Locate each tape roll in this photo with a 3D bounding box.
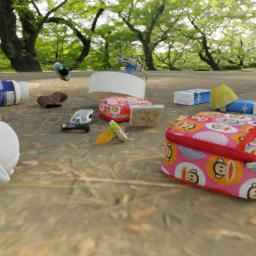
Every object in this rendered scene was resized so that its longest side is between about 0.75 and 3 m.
[{"bbox_3d":[-0.545,-1.913,14.004,2.791,0.976,2.791,7,-7,1],"label":"tape roll"}]

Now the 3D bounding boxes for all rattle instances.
[{"bbox_3d":[-0.467,0.275,9.027,0.802,0.880,1.232,34,1,-2],"label":"rattle"}]

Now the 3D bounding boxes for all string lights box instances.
[{"bbox_3d":[5.479,-1.054,13.477,1.765,0.520,0.907,9,17,32],"label":"string lights box"},{"bbox_3d":[3.753,-1.775,15.968,2.204,0.650,1.132,-12,19,-39],"label":"string lights box"}]

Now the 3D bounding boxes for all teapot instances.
[{"bbox_3d":[-2.911,0.638,6.096,1.447,1.071,1.466,-25,21,28],"label":"teapot"}]

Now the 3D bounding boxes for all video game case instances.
[{"bbox_3d":[0.655,-0.463,10.276,1.115,0.140,1.226,-1,-28,-4],"label":"video game case"}]

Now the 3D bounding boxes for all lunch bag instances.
[{"bbox_3d":[-0.052,-0.832,11.962,2.081,0.853,1.833,-8,17,-29],"label":"lunch bag"},{"bbox_3d":[2.457,0.502,6.423,2.633,1.225,2.989,15,21,31],"label":"lunch bag"}]

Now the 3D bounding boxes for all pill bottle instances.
[{"bbox_3d":[-6.636,-1.882,15.059,2.288,1.324,1.324,-10,18,-34],"label":"pill bottle"}]

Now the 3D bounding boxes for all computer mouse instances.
[{"bbox_3d":[-1.776,-0.256,10.704,1.103,0.441,2.011,-3,20,9],"label":"computer mouse"}]

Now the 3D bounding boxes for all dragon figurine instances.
[{"bbox_3d":[0.237,-2.969,13.468,0.983,0.582,1.978,3,-21,33],"label":"dragon figurine"}]

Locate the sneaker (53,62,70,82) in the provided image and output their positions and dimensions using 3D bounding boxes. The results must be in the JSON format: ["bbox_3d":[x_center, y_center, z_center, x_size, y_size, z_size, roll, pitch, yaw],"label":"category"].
[{"bbox_3d":[-2.845,-2.388,12.497,0.533,0.476,1.335,36,-7,20],"label":"sneaker"}]

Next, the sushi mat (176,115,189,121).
[{"bbox_3d":[2.935,-0.324,11.504,1.803,0.109,0.862,6,16,22],"label":"sushi mat"}]

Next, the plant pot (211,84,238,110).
[{"bbox_3d":[4.594,-1.598,13.808,1.293,0.918,1.293,-26,2,1],"label":"plant pot"}]

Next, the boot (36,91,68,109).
[{"bbox_3d":[-3.875,-1.415,15.096,1.913,0.692,1.591,-8,29,-36],"label":"boot"}]

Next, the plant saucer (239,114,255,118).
[{"bbox_3d":[4.937,-0.339,11.256,1.461,0.281,1.461,0,14,0],"label":"plant saucer"}]
